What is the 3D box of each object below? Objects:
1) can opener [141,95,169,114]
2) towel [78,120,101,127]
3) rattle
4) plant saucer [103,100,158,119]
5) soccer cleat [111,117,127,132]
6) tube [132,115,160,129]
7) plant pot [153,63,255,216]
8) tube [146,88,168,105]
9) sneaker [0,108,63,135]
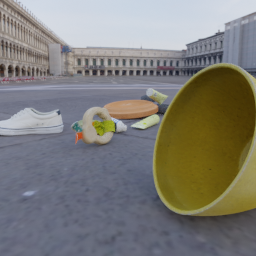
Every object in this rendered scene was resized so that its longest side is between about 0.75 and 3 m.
[{"bbox_3d":[1.606,-1.319,15.346,0.734,0.920,2.751,-12,14,-38],"label":"can opener"},{"bbox_3d":[-1.648,-0.169,11.449,0.846,0.208,1.141,4,11,13],"label":"towel"},{"bbox_3d":[-1.368,0.080,8.511,1.332,1.214,1.864,4,26,34],"label":"rattle"},{"bbox_3d":[0.042,-1.027,14.387,2.988,0.482,2.988,-4,16,1],"label":"plant saucer"},{"bbox_3d":[-0.501,-0.108,10.666,0.599,0.485,1.389,5,13,-26],"label":"soccer cleat"},{"bbox_3d":[0.768,-0.208,11.293,0.448,0.400,1.542,-40,-10,36],"label":"tube"},{"bbox_3d":[1.698,0.365,4.521,1.645,2.318,2.318,19,4,-22],"label":"plant pot"},{"bbox_3d":[1.503,-1.613,14.480,0.476,0.426,1.640,-7,-14,34],"label":"tube"},{"bbox_3d":[-3.685,-0.275,10.110,2.608,0.923,0.952,-3,12,-15],"label":"sneaker"}]
